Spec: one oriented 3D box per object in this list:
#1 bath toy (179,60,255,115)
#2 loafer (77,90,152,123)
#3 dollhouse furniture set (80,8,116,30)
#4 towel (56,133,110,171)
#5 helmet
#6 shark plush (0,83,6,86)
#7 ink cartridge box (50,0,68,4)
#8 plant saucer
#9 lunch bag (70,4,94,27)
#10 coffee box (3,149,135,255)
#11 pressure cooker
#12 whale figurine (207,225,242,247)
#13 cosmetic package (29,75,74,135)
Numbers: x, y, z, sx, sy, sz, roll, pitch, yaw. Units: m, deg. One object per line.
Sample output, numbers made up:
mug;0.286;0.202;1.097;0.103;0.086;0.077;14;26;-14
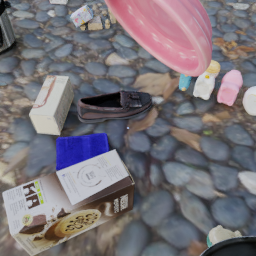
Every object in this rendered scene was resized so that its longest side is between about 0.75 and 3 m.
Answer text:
bath toy;2.962;-1.300;8.507;2.687;1.168;0.993;23;31;12
loafer;-0.347;-0.712;8.153;2.285;0.720;0.821;-13;51;-11
dollhouse furniture set;-1.266;-4.697;11.485;1.460;0.713;1.245;-6;50;-5
towel;-1.186;0.580;7.320;1.403;0.348;1.036;-8;50;-6
helmet;2.160;2.884;3.991;2.655;2.532;2.655;7;73;-23
shark plush;-4.499;-1.294;9.022;1.066;0.484;0.444;-10;69;-34
ink cartridge box;-3.115;-6.285;12.975;0.783;0.454;1.344;3;50;2
plant saucer;0.705;-2.391;6.122;2.995;2.995;0.759;41;91;29
lunch bag;-1.819;-4.526;11.273;0.783;0.587;0.924;-26;34;13
coffee box;-1.124;1.548;5.863;2.382;1.346;0.951;-21;54;-16
pressure cooker;-5.129;-3.781;9.840;1.842;2.063;1.814;13;51;10
whale figurine;2.036;2.382;5.840;0.868;0.450;0.690;4;37;-28
cosmetic package;-2.147;-0.686;8.073;0.705;0.836;1.617;4;49;5
